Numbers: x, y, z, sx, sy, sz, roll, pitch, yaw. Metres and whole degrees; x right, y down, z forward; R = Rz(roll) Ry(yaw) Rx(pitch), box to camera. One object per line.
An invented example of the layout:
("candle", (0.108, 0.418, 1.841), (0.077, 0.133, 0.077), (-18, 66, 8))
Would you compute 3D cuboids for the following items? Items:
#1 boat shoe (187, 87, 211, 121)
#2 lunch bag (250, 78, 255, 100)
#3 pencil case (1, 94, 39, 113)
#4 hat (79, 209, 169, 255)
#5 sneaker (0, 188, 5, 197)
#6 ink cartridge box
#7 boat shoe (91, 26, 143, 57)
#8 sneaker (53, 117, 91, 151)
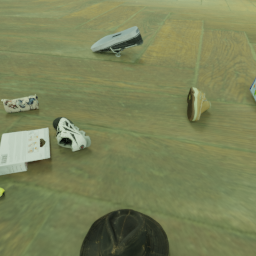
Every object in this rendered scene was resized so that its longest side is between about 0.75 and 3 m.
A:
("boat shoe", (2.320, -0.779, 8.994), (0.720, 0.678, 1.891), (16, 35, 3))
("lunch bag", (5.242, -1.188, 9.139), (1.933, 1.231, 1.643), (14, 35, 3))
("pencil case", (-3.480, -0.790, 9.090), (1.109, 0.496, 0.432), (-9, 19, -13))
("hat", (-0.051, 1.916, 4.857), (1.716, 0.692, 1.716), (1, 34, -1))
("sneaker", (-3.053, 1.303, 6.078), (0.772, 0.348, 0.302), (9, 33, 10))
("ink cartridge box", (-2.647, 0.554, 7.246), (1.229, 0.308, 1.416), (-8, 34, -13))
("boat shoe", (-0.535, -4.016, 13.529), (2.758, 0.942, 1.018), (-12, 38, 29))
("sneaker", (-1.727, 0.162, 7.608), (1.485, 0.550, 0.657), (28, 40, 36))
